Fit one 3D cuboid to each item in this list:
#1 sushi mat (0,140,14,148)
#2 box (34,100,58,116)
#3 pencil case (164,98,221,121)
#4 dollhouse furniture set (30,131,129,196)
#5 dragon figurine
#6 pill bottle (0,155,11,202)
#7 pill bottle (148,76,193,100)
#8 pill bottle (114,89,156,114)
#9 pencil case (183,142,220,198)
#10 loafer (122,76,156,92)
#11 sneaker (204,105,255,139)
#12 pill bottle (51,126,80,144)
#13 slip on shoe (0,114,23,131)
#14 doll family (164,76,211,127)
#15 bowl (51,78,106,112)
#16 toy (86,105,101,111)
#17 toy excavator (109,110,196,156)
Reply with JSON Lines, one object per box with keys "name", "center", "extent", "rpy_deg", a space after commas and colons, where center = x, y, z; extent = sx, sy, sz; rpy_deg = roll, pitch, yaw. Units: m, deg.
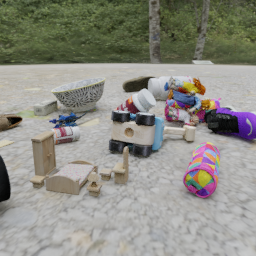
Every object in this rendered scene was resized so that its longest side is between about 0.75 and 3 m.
{"name": "sushi mat", "center": [-4.064, 0.536, 8.778], "extent": [0.435, 0.055, 0.909], "rpy_deg": [7, 18, 27]}
{"name": "box", "center": [-3.824, -0.964, 13.095], "extent": [0.576, 0.479, 1.402], "rpy_deg": [2, 17, 8]}
{"name": "pencil case", "center": [2.668, -0.784, 11.655], "extent": [2.313, 1.022, 1.022], "rpy_deg": [0, 16, 3]}
{"name": "dollhouse furniture set", "center": [-1.163, 0.777, 6.342], "extent": [2.202, 0.975, 1.142], "rpy_deg": [5, 17, 15]}
{"name": "dragon figurine", "center": [-2.224, -0.295, 10.803], "extent": [1.654, 0.487, 0.822], "rpy_deg": [-10, 20, -22]}
{"name": "pill bottle", "center": [-3.245, 1.116, 4.712], "extent": [2.197, 1.229, 1.229], "rpy_deg": [-14, 21, -37]}
{"name": "pill bottle", "center": [2.420, -2.293, 16.074], "extent": [2.363, 1.340, 1.340], "rpy_deg": [-2, 17, -9]}
{"name": "pill bottle", "center": [0.227, -0.709, 10.284], "extent": [1.512, 0.863, 0.863], "rpy_deg": [-36, -1, 28]}
{"name": "pencil case", "center": [1.723, 0.910, 6.415], "extent": [0.763, 0.763, 1.728], "rpy_deg": [6, 15, 19]}
{"name": "loafer", "center": [0.805, -3.093, 19.312], "extent": [2.769, 1.053, 0.934], "rpy_deg": [-8, 24, -26]}
{"name": "sneaker", "center": [3.486, -0.140, 9.765], "extent": [1.332, 0.931, 2.678], "rpy_deg": [-7, 13, -8]}
{"name": "pill bottle", "center": [-2.027, 0.214, 9.085], "extent": [0.866, 0.495, 0.495], "rpy_deg": [-9, 19, -27]}
{"name": "slip on shoe", "center": [-4.623, -0.190, 10.298], "extent": [0.509, 0.638, 1.679], "rpy_deg": [0, 8, 24]}
{"name": "doll family", "center": [2.423, -1.251, 11.163], "extent": [1.657, 1.203, 2.669], "rpy_deg": [16, 43, -7]}
{"name": "bowl", "center": [-2.191, -1.507, 13.299], "extent": [2.594, 1.218, 2.594], "rpy_deg": [-11, 18, 4]}
{"name": "toy", "center": [-1.701, -0.923, 13.482], "extent": [0.460, 0.189, 0.800], "rpy_deg": [15, 22, 34]}
{"name": "toy excavator", "center": [0.812, 0.077, 8.743], "extent": [2.304, 1.184, 2.370], "rpy_deg": [8, 9, 22]}
